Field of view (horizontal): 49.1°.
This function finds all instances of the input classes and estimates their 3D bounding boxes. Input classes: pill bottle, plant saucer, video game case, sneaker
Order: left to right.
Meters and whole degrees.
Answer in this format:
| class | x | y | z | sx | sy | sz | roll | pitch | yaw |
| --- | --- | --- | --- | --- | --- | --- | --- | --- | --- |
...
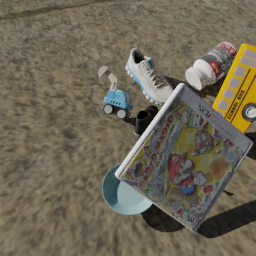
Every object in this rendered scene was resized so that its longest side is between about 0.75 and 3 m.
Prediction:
| class | x | y | z | sx | sy | sz | roll | pitch | yaw |
| --- | --- | --- | --- | --- | --- | --- | --- | --- | --- |
| plant saucer | 0.046 | 1.419 | 6.544 | 1.286 | 0.248 | 1.286 | -1 | 57 | 1 |
| sneaker | 0.612 | -0.385 | 8.254 | 0.491 | 0.697 | 1.312 | 22 | 49 | 14 |
| sneaker | 0.717 | -1.697 | 9.075 | 0.861 | 0.995 | 2.296 | -35 | 68 | -19 |
| video game case | 1.313 | 0.667 | 6.178 | 2.251 | 0.283 | 2.473 | 37 | 84 | -12 |
| pill bottle | 2.823 | -2.045 | 9.394 | 1.672 | 0.969 | 0.969 | -37 | 57 | -10 |

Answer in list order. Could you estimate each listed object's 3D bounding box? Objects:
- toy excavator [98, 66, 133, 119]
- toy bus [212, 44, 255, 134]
| class | x | y | z | sx | sy | sz | roll | pitch | yaw |
| --- | --- | --- | --- | --- | --- | --- | --- | --- | --- |
| toy excavator | -0.372 | -1.015 | 8.132 | 1.251 | 0.643 | 1.287 | 19 | 97 | 9 |
| toy bus | 3.106 | -1.084 | 7.182 | 1.160 | 2.962 | 0.964 | 27 | 17 | 21 |
